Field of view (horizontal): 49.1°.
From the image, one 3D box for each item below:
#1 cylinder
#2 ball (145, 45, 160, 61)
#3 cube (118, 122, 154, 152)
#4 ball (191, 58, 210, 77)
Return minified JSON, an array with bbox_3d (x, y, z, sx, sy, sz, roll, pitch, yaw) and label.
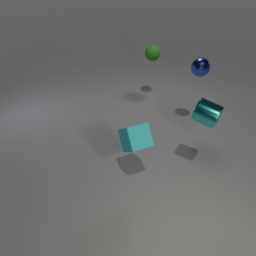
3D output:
[{"bbox_3d":[2.303,-0.432,8.113,0.700,0.700,0.700,27,40,17],"label":"cylinder"},{"bbox_3d":[1.130,-3.424,12.841,0.700,0.700,0.700,0,32,0],"label":"ball"},{"bbox_3d":[0.214,0.277,8.104,0.700,0.700,0.700,-15,1,-25],"label":"cube"},{"bbox_3d":[2.678,-2.238,10.338,0.700,0.700,0.700,0,32,0],"label":"ball"}]
